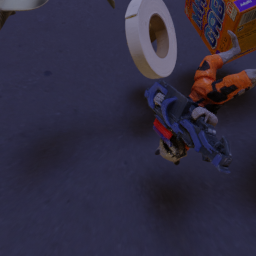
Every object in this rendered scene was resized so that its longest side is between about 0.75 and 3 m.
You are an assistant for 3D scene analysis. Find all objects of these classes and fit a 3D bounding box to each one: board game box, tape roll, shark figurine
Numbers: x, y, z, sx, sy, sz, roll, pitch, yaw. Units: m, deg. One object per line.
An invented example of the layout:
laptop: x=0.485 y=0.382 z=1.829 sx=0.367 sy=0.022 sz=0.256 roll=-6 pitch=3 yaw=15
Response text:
board game box: x=2.738 y=-3.116 z=6.602 sx=1.994 sy=1.992 sz=1.993 roll=-25 pitch=70 yaw=-2
tape roll: x=0.562 y=-1.997 z=6.180 sx=0.332 sy=1.816 sz=1.816 roll=-3 pitch=39 yaw=35
shark figurine: x=-1.669 y=-2.256 z=4.757 sx=2.879 sy=1.202 sz=1.720 roll=-34 pitch=90 yaw=-21

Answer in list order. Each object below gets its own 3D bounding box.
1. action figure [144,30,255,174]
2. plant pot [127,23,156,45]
action figure: x=1.239 y=-0.204 z=4.076 sx=1.147 sy=2.121 sz=2.192 roll=26 pitch=24 yaw=-34
plant pot: x=0.355 y=-2.356 z=7.144 sx=0.754 sy=0.754 sz=0.809 roll=35 pitch=86 yaw=30
